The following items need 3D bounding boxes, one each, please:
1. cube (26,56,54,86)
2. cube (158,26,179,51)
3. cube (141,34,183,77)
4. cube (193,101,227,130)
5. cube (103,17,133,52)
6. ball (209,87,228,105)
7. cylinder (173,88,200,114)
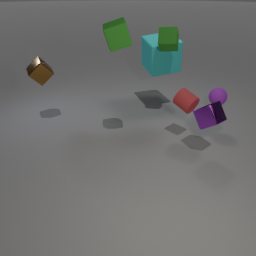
[{"bbox_3d":[-3.427,-2.219,10.910,0.700,0.700,0.700,-44,42,8],"label":"cube"},{"bbox_3d":[1.565,-3.417,10.778,0.700,0.700,0.700,3,-7,16],"label":"cube"},{"bbox_3d":[1.478,-3.307,12.507,1.400,1.400,1.400,-13,39,-12],"label":"cube"},{"bbox_3d":[2.740,-0.424,9.363,0.700,0.700,0.700,-19,-2,-43],"label":"cube"},{"bbox_3d":[-0.320,-2.817,8.437,0.700,0.700,0.700,-17,34,5],"label":"cube"},{"bbox_3d":[3.494,-1.221,10.875,0.700,0.700,0.700,0,28,0],"label":"ball"},{"bbox_3d":[2.124,-0.996,10.232,0.700,0.700,0.700,-26,59,-39],"label":"cylinder"}]
